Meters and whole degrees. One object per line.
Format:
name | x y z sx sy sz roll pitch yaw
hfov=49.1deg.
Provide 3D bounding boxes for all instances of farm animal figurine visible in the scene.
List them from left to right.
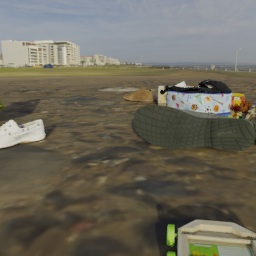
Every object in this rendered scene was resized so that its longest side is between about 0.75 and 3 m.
farm animal figurine | 4.139 -0.275 8.447 1.492 0.750 1.205 4 32 0

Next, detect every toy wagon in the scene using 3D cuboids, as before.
toy wagon | 0.860 1.254 2.536 1.024 0.261 1.320 2 14 9

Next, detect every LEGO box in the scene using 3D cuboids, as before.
LEGO box | 3.690 -0.685 9.576 0.470 0.906 1.217 5 14 19

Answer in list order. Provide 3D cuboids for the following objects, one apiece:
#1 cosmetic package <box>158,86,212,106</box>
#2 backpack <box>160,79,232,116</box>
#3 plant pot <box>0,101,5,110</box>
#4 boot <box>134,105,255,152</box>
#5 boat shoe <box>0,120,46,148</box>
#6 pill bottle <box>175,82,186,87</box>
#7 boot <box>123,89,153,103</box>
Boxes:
cosmetic package | 2.645 -1.501 13.201 2.467 0.877 1.298 2 13 7
backpack | 2.211 -0.727 8.602 1.886 1.453 1.796 -11 8 -24
plant pot | -4.839 -1.045 8.323 1.669 1.607 1.669 -23 7 3
boot | 1.703 0.008 7.056 2.837 0.961 1.853 9 7 19
boat shoe | -2.854 0.098 6.830 0.609 0.596 1.720 11 17 40
pill bottle | 2.161 -1.150 10.652 0.651 1.138 0.651 -27 0 0
boot | 0.532 -1.739 14.689 1.892 0.714 0.696 9 18 39
